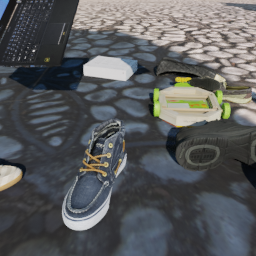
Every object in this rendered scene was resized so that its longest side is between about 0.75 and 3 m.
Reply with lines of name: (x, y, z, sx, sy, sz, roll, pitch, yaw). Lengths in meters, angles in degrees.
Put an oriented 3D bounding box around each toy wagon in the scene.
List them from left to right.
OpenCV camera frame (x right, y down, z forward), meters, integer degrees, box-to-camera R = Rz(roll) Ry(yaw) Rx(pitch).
toy wagon: (1.980, -0.931, 9.302, 2.265, 0.578, 2.920, 2, 30, 3)

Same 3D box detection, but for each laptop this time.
laptop: (-2.921, -2.885, 6.800, 2.852, 1.473, 2.527, 2, 62, 10)

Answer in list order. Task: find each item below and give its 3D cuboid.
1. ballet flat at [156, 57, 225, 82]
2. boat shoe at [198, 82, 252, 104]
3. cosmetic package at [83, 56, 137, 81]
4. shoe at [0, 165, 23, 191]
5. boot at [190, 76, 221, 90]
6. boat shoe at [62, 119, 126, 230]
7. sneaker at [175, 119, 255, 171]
ballet flat: (2.555, -2.218, 11.575, 2.886, 0.820, 0.959, 20, 3, 24)
boat shoe: (3.364, -1.341, 9.916, 1.955, 0.642, 0.698, 12, 32, 19)
cosmetic package: (-0.743, -2.633, 12.252, 1.962, 0.507, 1.479, 11, 30, 18)
shoe: (-3.251, 1.069, 5.949, 1.880, 0.502, 0.657, -9, 32, -14)
boot: (2.873, -1.611, 9.861, 1.139, 0.411, 0.860, 17, 23, 39)
boat shoe: (-0.667, 0.789, 5.789, 0.892, 1.144, 2.520, 8, 31, 13)
sneaker: (2.576, 0.252, 6.818, 2.965, 1.126, 1.346, 1, 27, 0)
